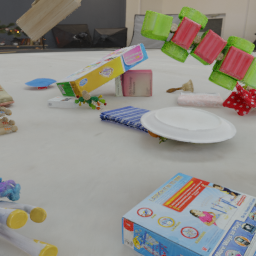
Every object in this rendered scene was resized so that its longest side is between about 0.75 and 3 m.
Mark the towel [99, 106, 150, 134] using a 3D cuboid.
[{"bbox_3d":[0.367,-0.243,7.901,2.038,0.243,1.475,18,24,38],"label":"towel"}]

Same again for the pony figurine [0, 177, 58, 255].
[{"bbox_3d":[-1.815,0.952,3.062,1.707,1.421,1.648,9,-11,35],"label":"pony figurine"}]

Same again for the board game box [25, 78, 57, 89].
[{"bbox_3d":[-3.944,-1.960,12.794,1.122,0.277,1.420,10,26,15],"label":"board game box"}]

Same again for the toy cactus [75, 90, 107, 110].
[{"bbox_3d":[-1.243,-0.957,8.990,1.045,0.534,0.862,11,-21,14],"label":"toy cactus"}]

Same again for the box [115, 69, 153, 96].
[{"bbox_3d":[0.233,-1.805,11.186,1.489,0.952,0.811,-1,21,2],"label":"box"}]

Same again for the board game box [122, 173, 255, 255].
[{"bbox_3d":[0.888,1.163,3.410,1.385,0.395,1.414,14,23,36],"label":"board game box"}]

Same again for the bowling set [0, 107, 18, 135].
[{"bbox_3d":[-3.280,-0.353,7.264,0.648,0.840,1.207,-15,28,-41],"label":"bowling set"}]

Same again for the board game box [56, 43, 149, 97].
[{"bbox_3d":[-1.021,-2.164,10.577,2.972,0.599,2.274,-34,22,-21],"label":"board game box"}]

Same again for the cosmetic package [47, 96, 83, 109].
[{"bbox_3d":[-2.149,-0.885,9.641,0.990,0.256,0.747,5,17,15],"label":"cosmetic package"}]

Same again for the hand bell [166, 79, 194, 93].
[{"bbox_3d":[2.144,-1.640,11.730,1.093,0.569,0.569,-13,19,2],"label":"hand bell"}]

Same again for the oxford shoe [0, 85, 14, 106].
[{"bbox_3d":[-4.633,-1.209,9.839,1.958,0.723,0.693,16,25,39],"label":"oxford shoe"}]

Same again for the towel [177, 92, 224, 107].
[{"bbox_3d":[2.610,-1.055,10.140,1.563,0.252,1.493,3,19,12],"label":"towel"}]

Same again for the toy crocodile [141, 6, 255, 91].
[{"bbox_3d":[1.553,-1.455,5.258,2.798,0.944,0.864,28,13,-5],"label":"toy crocodile"}]

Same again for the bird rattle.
[{"bbox_3d":[4.337,-1.080,8.817,2.044,1.412,2.507,26,31,20],"label":"bird rattle"}]

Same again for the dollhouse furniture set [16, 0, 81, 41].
[{"bbox_3d":[-1.485,-2.349,3.610,1.793,1.951,1.270,-27,35,23],"label":"dollhouse furniture set"}]

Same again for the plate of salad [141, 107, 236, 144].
[{"bbox_3d":[1.385,-0.021,6.614,2.197,0.528,2.197,3,21,-1],"label":"plate of salad"}]
